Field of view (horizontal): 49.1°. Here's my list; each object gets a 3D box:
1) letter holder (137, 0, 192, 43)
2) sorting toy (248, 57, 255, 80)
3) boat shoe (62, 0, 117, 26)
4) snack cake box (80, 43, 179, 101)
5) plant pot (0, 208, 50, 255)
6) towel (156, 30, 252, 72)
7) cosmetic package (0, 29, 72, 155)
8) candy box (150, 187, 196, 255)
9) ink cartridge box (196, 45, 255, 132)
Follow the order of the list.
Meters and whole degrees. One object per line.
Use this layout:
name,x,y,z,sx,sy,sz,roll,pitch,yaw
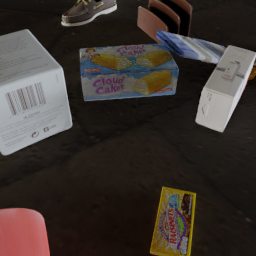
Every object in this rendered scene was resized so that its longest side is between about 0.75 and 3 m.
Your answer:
letter holder,1.266,-4.029,10.045,1.010,1.428,2.009,-20,49,-19
sorting toy,4.961,-1.933,8.692,2.751,0.368,2.049,-29,52,-26
boat shoe,-1.570,-4.955,11.376,1.027,0.851,2.858,33,54,29
snack cake box,-0.029,-1.639,8.040,2.603,0.874,1.497,-6,46,-6
plant pot,-1.796,2.279,3.598,1.919,1.919,1.698,-20,58,-19
towel,2.258,-2.286,8.416,2.585,0.308,1.898,4,34,-25
cosmetic package,-2.665,-0.928,6.679,1.801,1.790,2.153,-25,51,-23
candy box,0.857,1.726,5.173,0.674,0.174,1.318,8,45,11
ink cartridge box,2.366,-0.942,6.786,0.714,1.263,1.724,23,57,21
